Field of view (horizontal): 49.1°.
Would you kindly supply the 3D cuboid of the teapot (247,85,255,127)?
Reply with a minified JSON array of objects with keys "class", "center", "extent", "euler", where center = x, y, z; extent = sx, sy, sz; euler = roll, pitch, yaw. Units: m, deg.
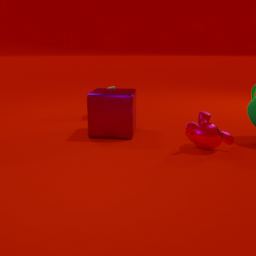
[{"class":"teapot","center":[3.903,-0.416,7.447],"extent":[1.203,0.947,1.935],"euler":[-7,53,-26]}]

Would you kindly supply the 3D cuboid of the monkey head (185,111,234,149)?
[{"class":"monkey head","center":[1.977,0.035,7.066],"extent":[1.344,0.967,0.810],"euler":[17,-7,-12]}]

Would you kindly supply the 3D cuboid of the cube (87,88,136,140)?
[{"class":"cube","center":[-0.435,-0.462,8.279],"extent":[1.268,1.268,1.268],"euler":[2,16,6]}]
